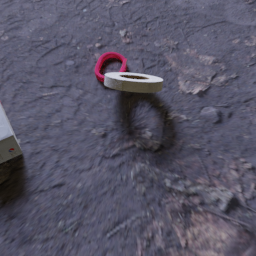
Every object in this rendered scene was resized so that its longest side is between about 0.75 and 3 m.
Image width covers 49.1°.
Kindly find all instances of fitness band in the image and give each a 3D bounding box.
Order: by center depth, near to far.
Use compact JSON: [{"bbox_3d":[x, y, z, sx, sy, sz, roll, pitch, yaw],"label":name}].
[{"bbox_3d":[-0.590,-2.151,9.865,1.048,0.273,1.459,8,53,9],"label":"fitness band"}]

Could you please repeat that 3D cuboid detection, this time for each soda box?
[{"bbox_3d":[-4.114,-0.367,8.111,1.014,0.948,2.978,-25,58,-19],"label":"soda box"}]

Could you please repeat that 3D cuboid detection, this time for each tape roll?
[{"bbox_3d":[0.173,-1.424,8.642,1.830,0.334,1.830,5,19,-2],"label":"tape roll"}]
